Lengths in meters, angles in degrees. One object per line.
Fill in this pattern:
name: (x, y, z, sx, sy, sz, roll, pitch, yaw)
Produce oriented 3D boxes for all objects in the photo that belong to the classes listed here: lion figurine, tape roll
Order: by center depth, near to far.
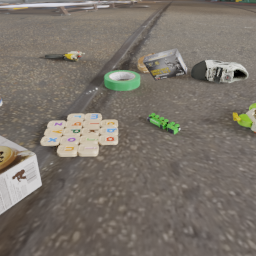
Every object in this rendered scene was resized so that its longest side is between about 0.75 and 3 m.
tape roll: (-0.275, -2.300, 13.436, 1.717, 0.413, 1.717, 0, 30, 0)
lion figurine: (1.038, -3.507, 15.248, 1.486, 0.879, 2.426, -14, 19, -8)

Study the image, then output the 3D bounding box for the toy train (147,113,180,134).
toy train: (1.237, -0.159, 9.972, 0.392, 0.290, 1.389, -35, 44, -30)

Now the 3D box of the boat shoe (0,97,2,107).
boat shoe: (-5.350, -0.908, 10.813, 0.678, 0.679, 1.876, -8, 32, -13)

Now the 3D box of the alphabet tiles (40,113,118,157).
alphabet tiles: (-1.572, 0.170, 9.486, 2.472, 0.184, 2.528, -2, 31, -1)

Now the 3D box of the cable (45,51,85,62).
cable: (-3.754, -4.417, 16.767, 2.529, 0.636, 1.228, 15, 33, 22)

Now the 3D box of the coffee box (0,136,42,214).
coffee box: (-3.634, 1.410, 6.494, 1.537, 1.085, 2.719, 20, 36, 30)

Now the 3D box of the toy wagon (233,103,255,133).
toy wagon: (4.946, -0.250, 9.901, 2.507, 0.496, 1.945, 0, 30, 1)

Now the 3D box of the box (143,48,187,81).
box: (0.992, -1.663, 7.435, 0.960, 0.760, 0.232, -6, 55, 32)

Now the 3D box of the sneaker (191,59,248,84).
sneaker: (4.459, -2.684, 13.477, 2.750, 1.019, 1.217, -4, 29, -6)
